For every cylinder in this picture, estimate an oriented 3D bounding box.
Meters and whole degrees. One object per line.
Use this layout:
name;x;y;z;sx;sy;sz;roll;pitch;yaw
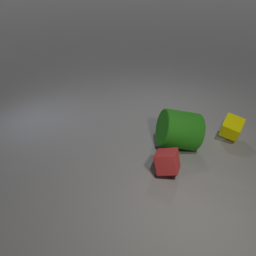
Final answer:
cylinder;1.895;0.064;10.306;1.400;1.400;1.400;8;28;-13

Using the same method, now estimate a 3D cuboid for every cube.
cube;4.018;-0.031;10.821;0.700;0.700;0.700;25;62;19
cube;1.283;1.093;9.126;0.700;0.700;0.700;-5;16;20
